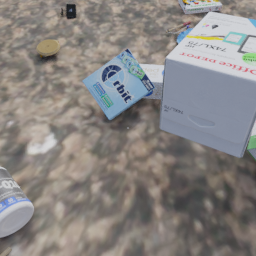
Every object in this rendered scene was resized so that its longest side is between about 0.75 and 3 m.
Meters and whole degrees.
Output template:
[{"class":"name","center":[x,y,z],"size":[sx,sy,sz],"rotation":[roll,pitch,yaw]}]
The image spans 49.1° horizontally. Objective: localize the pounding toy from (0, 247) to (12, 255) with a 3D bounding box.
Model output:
[{"class":"pounding toy","center":[-3.495,2.668,6.071],"size":[1.473,0.684,1.137],"rotation":[43,47,-5]}]

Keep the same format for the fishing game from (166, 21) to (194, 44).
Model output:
[{"class":"fishing game","center":[2.830,-3.376,10.737],"size":[1.977,0.429,2.761],"rotation":[-30,58,-24]}]

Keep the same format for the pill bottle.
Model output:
[{"class":"pill bottle","center":[-3.100,1.553,6.578],"size":[1.009,1.009,1.773],"rotation":[-37,62,-24]}]

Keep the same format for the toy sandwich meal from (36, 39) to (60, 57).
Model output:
[{"class":"toy sandwich meal","center":[-2.957,-2.959,10.483],"size":[0.970,0.332,0.970],"rotation":[0,56,1]}]

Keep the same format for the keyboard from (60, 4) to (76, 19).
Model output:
[{"class":"keyboard","center":[-2.616,-5.110,12.243],"size":[0.694,0.112,1.092],"rotation":[-2,51,-9]}]

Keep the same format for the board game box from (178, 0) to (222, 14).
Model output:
[{"class":"board game box","center":[3.189,-5.532,12.444],"size":[1.647,0.285,1.040],"rotation":[-10,54,-7]}]

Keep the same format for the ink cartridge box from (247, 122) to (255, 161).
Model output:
[{"class":"ink cartridge box","center":[4.038,0.212,7.253],"size":[1.487,0.863,2.054],"rotation":[45,55,-19]}]

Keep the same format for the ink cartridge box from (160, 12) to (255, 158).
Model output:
[{"class":"ink cartridge box","center":[1.847,-0.939,5.425],"size":[1.650,1.643,2.249],"rotation":[21,48,22]}]

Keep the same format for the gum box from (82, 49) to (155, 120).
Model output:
[{"class":"gum box","center":[-0.269,-1.288,8.376],"size":[1.674,0.373,1.423],"rotation":[-34,89,2]}]

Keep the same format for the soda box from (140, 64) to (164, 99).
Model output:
[{"class":"soda box","center":[0.936,-1.484,9.040],"size":[2.466,0.785,0.840],"rotation":[5,53,3]}]
